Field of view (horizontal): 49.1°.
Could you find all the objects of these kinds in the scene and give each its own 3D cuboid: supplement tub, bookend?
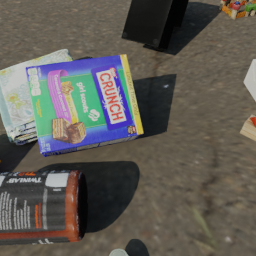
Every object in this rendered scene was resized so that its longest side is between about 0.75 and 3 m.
[{"bbox_3d":[-2.144,1.541,5.456,2.603,1.392,1.392,-2,49,-2],"label":"supplement tub"},{"bbox_3d":[1.176,-4.178,10.219,1.342,2.896,2.915,18,7,15],"label":"bookend"}]

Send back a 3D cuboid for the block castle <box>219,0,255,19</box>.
[{"bbox_3d":[4.941,-5.376,11.814,1.863,0.874,1.245,-15,50,-13],"label":"block castle"}]

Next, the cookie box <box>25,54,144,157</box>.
[{"bbox_3d":[-1.038,-0.552,6.834,2.411,0.906,2.063,-11,83,-14],"label":"cookie box"}]

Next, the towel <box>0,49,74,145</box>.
[{"bbox_3d":[-2.454,-1.010,8.089,2.504,0.704,2.925,-22,54,-15],"label":"towel"}]

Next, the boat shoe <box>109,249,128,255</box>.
[{"bbox_3d":[-0.149,2.876,4.908,0.520,0.415,1.377,1,48,-2],"label":"boat shoe"}]

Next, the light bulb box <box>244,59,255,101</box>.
[{"bbox_3d":[4.476,-1.267,8.175,1.473,0.919,1.460,-6,50,-7],"label":"light bulb box"}]

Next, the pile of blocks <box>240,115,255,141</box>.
[{"bbox_3d":[3.867,0.370,6.898,0.980,0.742,2.387,-20,52,-17],"label":"pile of blocks"}]
